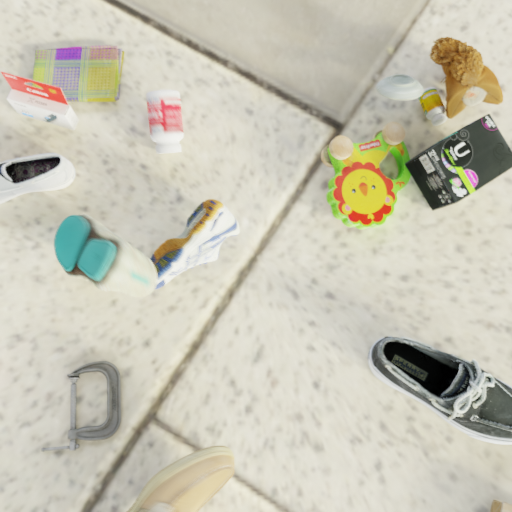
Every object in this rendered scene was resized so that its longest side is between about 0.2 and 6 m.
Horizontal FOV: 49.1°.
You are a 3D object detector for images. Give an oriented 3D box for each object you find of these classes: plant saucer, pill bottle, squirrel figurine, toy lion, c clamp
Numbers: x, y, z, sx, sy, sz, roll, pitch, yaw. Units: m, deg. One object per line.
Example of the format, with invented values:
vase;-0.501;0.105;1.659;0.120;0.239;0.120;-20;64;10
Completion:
plant saucer;2.571;-3.049;9.973;0.825;0.207;0.825;0;43;0
pill bottle;-1.615;-2.379;9.999;0.597;0.597;1.063;-5;100;-2
squirrel figurine;3.689;-3.422;10.093;0.997;1.409;1.315;-19;54;20
pill bottle;3.286;-2.761;10.394;0.369;0.369;0.654;-16;74;-5
toy lion;1.988;-1.342;9.821;1.732;0.595;1.661;-19;86;-18
c clamp;-2.731;2.370;8.873;1.207;0.191;1.412;1;73;0

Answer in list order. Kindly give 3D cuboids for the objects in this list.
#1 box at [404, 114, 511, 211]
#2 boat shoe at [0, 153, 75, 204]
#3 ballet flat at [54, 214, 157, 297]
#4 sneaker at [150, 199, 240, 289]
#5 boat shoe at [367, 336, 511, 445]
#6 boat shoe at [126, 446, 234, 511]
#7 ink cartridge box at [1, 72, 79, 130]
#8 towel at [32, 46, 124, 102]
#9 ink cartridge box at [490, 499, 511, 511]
box;3.514;-1.592;9.639;1.389;0.864;1.032;-31;91;-11
boat shoe;-4.277;-1.369;9.768;2.095;0.718;0.754;-6;73;-2
ballet flat;-2.401;0.063;8.765;0.918;2.944;0.993;28;89;-35
sneaker;-1.048;-0.030;9.348;1.892;0.834;0.712;-43;39;7
boat shoe;3.106;1.998;8.584;2.797;0.955;1.033;31;75;9
boat shoe;-1.302;3.804;7.808;2.795;0.996;0.902;-42;48;1
ink cartridge box;-3.904;-2.759;10.046;1.165;1.026;0.260;17;73;6
towel;-3.393;-3.450;10.708;1.702;0.194;1.222;-2;73;0
ink cartridge box;3.832;4.266;8.161;0.900;0.410;1.093;19;72;7
